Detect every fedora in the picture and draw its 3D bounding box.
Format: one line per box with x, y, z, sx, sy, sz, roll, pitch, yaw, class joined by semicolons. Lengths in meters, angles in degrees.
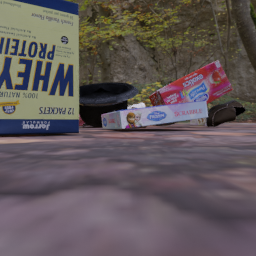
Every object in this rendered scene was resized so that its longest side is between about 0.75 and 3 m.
-0.855;-0.744;9.357;2.534;1.157;2.534;-5;23;2;fedora

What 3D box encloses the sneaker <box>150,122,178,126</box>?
1.720;-0.411;12.794;2.204;0.814;0.892;-10;13;-33;sneaker

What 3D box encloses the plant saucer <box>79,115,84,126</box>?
-2.605;-0.404;12.896;2.446;0.620;2.446;-1;1;0;plant saucer

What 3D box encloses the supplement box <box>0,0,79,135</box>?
-1.673;-0.835;4.320;1.232;1.833;1.835;-1;1;-33;supplement box

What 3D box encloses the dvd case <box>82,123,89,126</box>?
-1.084;-0.223;10.495;1.089;0.117;1.464;-8;-1;-16;dvd case

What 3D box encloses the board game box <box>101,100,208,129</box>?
0.489;-0.275;6.398;1.886;0.388;1.881;-8;2;-17;board game box

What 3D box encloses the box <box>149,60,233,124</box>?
2.094;-1.179;9.515;2.424;1.157;1.208;-28;2;-13;box

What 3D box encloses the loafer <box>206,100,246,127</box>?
3.352;-0.503;9.520;1.756;0.641;0.626;-27;31;-27;loafer

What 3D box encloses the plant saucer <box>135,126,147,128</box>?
0.121;-0.086;8.440;1.052;0.181;1.052;0;2;0;plant saucer

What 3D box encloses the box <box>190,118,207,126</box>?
3.684;-0.398;13.815;0.596;0.556;2.875;0;1;-2;box

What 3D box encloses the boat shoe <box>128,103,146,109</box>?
0.160;-0.499;12.124;0.946;0.967;2.731;-8;1;-12;boat shoe
